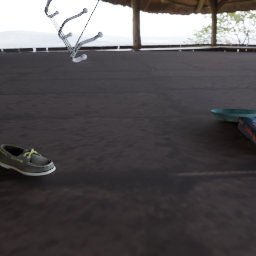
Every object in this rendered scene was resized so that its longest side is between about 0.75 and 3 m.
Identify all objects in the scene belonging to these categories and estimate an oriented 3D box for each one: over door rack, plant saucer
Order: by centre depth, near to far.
[{"bbox_3d":[-1.330,-3.292,7.271,0.876,1.942,2.629,-23,-17,-31],"label":"over door rack"},{"bbox_3d":[2.980,-0.350,7.735,1.357,0.244,1.357,0,11,0],"label":"plant saucer"}]

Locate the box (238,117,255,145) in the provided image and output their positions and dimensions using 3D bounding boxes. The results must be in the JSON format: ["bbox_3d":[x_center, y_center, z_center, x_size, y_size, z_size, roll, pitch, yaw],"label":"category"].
[{"bbox_3d":[3.366,0.140,6.309,1.181,0.326,1.730,1,18,2],"label":"box"}]

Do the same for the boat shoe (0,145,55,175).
[{"bbox_3d":[-1.835,0.554,5.005,1.197,0.358,0.428,8,20,24],"label":"boat shoe"}]
